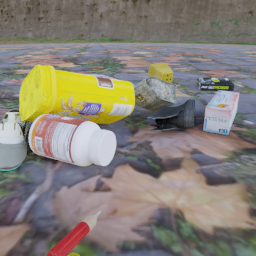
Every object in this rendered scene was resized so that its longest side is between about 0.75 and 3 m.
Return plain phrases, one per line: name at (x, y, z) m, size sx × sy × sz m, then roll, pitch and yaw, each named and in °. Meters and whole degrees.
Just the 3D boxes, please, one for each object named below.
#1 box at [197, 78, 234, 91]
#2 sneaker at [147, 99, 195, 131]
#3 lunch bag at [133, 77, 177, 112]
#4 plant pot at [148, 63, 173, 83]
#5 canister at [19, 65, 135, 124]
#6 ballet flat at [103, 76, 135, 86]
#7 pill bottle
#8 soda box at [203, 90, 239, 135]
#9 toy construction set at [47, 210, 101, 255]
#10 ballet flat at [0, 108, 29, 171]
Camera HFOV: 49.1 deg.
box at (4.621, -2.354, 14.957) m, size 1.697 × 0.418 × 1.758 m, roll 1°, pitch 21°, yaw 9°
sneaker at (1.538, -0.439, 9.354) m, size 1.375 × 0.792 × 2.637 m, roll -1°, pitch 15°, yaw 14°
lunch bag at (0.831, -1.230, 10.223) m, size 1.532 × 0.901 × 1.256 m, roll 14°, pitch -20°, yaw -30°
plant pot at (1.846, -2.820, 15.390) m, size 1.129 × 1.129 × 0.996 m, roll -12°, pitch 36°, yaw -28°
canister at (-1.518, -0.856, 8.468) m, size 2.910 × 1.259 × 2.161 m, roll 3°, pitch -13°, yaw -35°
ballet flat at (-0.749, -2.034, 13.683) m, size 2.342 × 0.797 × 0.788 m, roll 12°, pitch 32°, yaw 32°
pill bottle at (-1.356, 0.322, 6.967) m, size 1.989 × 1.116 × 1.116 m, roll 11°, pitch 23°, yaw 24°
soda box at (3.299, -0.616, 9.761) m, size 0.804 × 0.865 × 2.531 m, roll 10°, pitch 23°, yaw 24°
toy construction set at (-0.403, 1.646, 3.029) m, size 1.381 × 1.656 × 1.273 m, roll 18°, pitch 21°, yaw 20°
ballet flat at (-3.256, 0.132, 7.694) m, size 0.974 × 0.920 × 2.890 m, roll 1°, pitch 20°, yaw -17°
